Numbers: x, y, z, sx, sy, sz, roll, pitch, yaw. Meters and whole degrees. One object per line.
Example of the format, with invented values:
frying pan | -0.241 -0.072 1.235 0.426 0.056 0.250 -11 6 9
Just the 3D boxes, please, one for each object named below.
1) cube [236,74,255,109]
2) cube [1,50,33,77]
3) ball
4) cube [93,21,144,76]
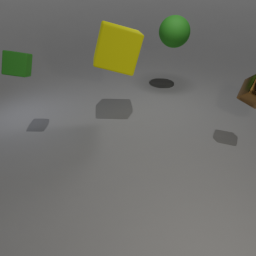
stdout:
cube | 3.804 -1.081 8.278 0.700 0.700 0.700 29 -10 -5
cube | -3.364 -1.952 8.523 0.700 0.700 0.700 7 12 -7
ball | 2.092 -4.333 12.596 1.400 1.400 1.400 0 30 0
cube | -0.379 -2.795 9.754 1.400 1.400 1.400 12 23 -11
